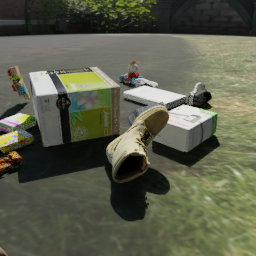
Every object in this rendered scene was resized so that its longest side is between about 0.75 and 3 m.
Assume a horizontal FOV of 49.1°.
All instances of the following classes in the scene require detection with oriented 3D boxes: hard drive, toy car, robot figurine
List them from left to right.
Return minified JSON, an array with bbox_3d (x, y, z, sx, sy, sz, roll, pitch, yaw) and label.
[{"bbox_3d":[-3.715,1.049,8.392,1.148,0.334,0.832,-22,37,-40],"label":"robot figurine"},{"bbox_3d":[0.222,-3.563,17.609,1.190,1.345,1.240,-22,31,-40],"label":"toy car"},{"bbox_3d":[1.359,-1.597,14.367,2.747,0.366,1.812,21,32,40],"label":"hard drive"}]

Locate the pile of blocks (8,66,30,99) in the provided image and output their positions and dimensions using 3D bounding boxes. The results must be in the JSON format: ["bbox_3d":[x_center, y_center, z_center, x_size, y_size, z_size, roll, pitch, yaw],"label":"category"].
[{"bbox_3d":[-5.330,-2.062,13.435,0.605,1.947,0.799,-15,43,-6],"label":"pile of blocks"}]

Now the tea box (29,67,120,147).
[{"bbox_3d":[-2.110,-0.999,10.884,2.925,1.986,2.973,-10,28,-19],"label":"tea box"}]

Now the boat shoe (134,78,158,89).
[{"bbox_3d":[0.964,-2.475,16.249,1.568,0.565,0.537,24,31,24],"label":"boat shoe"}]

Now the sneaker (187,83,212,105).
[{"bbox_3d":[3.747,-1.667,14.126,1.035,0.760,2.288,13,30,21],"label":"sneaker"}]

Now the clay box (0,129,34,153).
[{"bbox_3d":[-4.040,0.465,9.734,0.733,0.303,1.275,25,35,36],"label":"clay box"}]

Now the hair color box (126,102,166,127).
[{"bbox_3d":[0.753,-0.552,11.110,1.511,0.458,0.748,-18,-11,-36],"label":"hair color box"}]

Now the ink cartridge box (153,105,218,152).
[{"bbox_3d":[2.087,-0.060,10.229,1.511,0.873,2.077,20,30,38],"label":"ink cartridge box"}]

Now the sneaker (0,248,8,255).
[{"bbox_3d":[-2.919,2.393,5.397,1.322,0.466,0.499,10,46,26],"label":"sneaker"}]

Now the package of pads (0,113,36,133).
[{"bbox_3d":[-4.410,-0.180,11.117,0.909,0.401,1.177,14,27,27],"label":"package of pads"}]

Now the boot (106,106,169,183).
[{"bbox_3d":[0.395,0.410,7.911,2.346,0.854,1.823,-38,18,4],"label":"boot"}]
